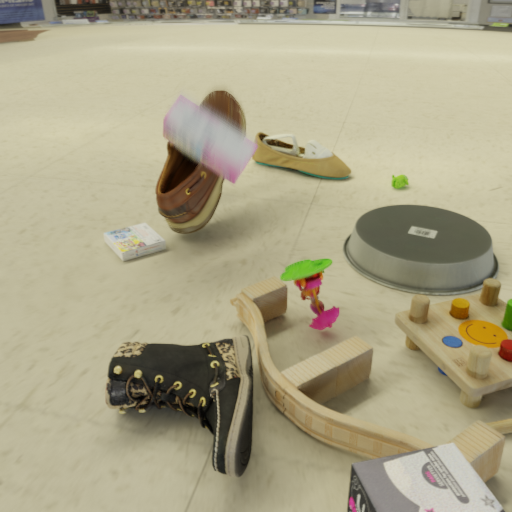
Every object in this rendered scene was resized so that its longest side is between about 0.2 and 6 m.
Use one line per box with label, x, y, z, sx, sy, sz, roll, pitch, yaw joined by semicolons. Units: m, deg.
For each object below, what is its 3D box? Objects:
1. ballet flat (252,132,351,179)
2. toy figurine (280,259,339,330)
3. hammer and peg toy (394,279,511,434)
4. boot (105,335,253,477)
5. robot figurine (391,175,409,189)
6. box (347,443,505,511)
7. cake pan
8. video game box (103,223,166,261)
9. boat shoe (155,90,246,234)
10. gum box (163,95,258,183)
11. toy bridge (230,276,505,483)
ballet flat;1.106;-2.626;14.418;2.805;0.884;0.963;14;32;24
toy figurine;0.851;0.617;8.369;0.800;0.981;1.066;-21;10;-9
hammer and peg toy;3.159;1.283;7.314;1.813;0.869;2.465;-10;30;-17
boot;-0.898;1.673;6.635;1.728;0.840;2.295;1;25;-1
robot figurine;3.467;-1.796;13.526;0.499;0.288;0.437;-26;37;-37
box;1.614;2.614;4.779;1.127;0.979;1.706;-7;30;-13
cake pan;3.061;-0.234;10.447;2.848;0.522;2.848;0;29;0
video game box;-2.355;-0.284;10.843;0.891;0.229;0.978;-15;32;-30
boat shoe;-1.110;-2.132;11.252;1.231;1.155;3.420;3;60;25
gum box;-0.901;-2.093;10.097;1.708;0.565;0.970;33;-12;-6
toy bridge;0.870;1.528;7.181;1.425;0.577;4.239;-20;35;-30
